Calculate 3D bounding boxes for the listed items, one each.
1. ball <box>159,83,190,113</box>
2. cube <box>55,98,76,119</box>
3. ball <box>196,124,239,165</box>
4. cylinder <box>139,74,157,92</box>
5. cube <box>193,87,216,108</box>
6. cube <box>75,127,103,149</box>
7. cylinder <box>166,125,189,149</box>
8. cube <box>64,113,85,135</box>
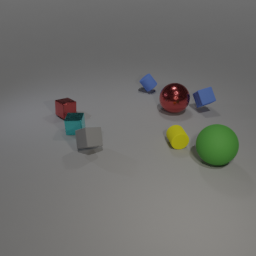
[{"bbox_3d":[2.149,-1.380,12.944,1.400,1.400,1.400,0,30,0],"label":"ball"},{"bbox_3d":[-2.821,-0.907,12.703,0.700,0.700,0.700,-19,33,-41],"label":"cube"},{"bbox_3d":[3.028,0.567,9.539,1.400,1.400,1.400,0,30,0],"label":"ball"},{"bbox_3d":[1.092,-2.436,15.025,0.700,0.700,0.700,-37,16,12],"label":"cylinder"},{"bbox_3d":[3.537,-1.426,13.011,0.700,0.700,0.700,-18,-4,-9],"label":"cube"},{"bbox_3d":[-1.422,0.365,10.229,0.700,0.700,0.700,-3,-7,-43],"label":"cube"},{"bbox_3d":[1.887,0.344,10.685,0.700,0.700,0.700,-5,31,-8],"label":"cylinder"},{"bbox_3d":[-2.184,-0.173,11.569,0.700,0.700,0.700,0,31,2],"label":"cube"}]
